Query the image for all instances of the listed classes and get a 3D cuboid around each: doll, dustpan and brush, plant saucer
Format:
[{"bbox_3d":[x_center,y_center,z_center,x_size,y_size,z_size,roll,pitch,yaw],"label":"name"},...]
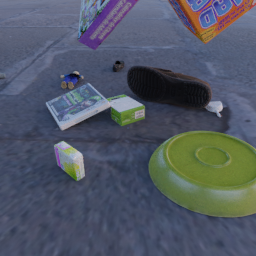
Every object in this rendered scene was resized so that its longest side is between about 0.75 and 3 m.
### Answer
[{"bbox_3d":[-2.130,-1.864,10.553,0.879,0.312,1.288,5,31,6],"label":"doll"},{"bbox_3d":[2.661,-0.568,8.496,0.561,0.230,0.804,-5,24,-1],"label":"dustpan and brush"},{"bbox_3d":[1.788,0.745,6.019,2.677,0.416,2.677,-1,31,0],"label":"plant saucer"}]

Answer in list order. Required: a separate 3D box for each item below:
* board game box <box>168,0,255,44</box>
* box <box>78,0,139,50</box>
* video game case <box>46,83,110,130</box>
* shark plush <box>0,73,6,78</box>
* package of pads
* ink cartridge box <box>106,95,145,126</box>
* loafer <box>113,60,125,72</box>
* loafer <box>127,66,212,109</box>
[{"bbox_3d":[2.158,-3.909,7.819,1.834,1.836,1.835,-37,36,14],"label":"board game box"},{"bbox_3d":[-0.418,-3.233,6.275,0.498,1.743,2.547,21,52,-32],"label":"box"},{"bbox_3d":[-1.528,-0.698,8.306,1.523,0.196,1.675,-28,37,-14],"label":"video game case"},{"bbox_3d":[-5.990,-1.753,10.339,2.633,1.196,1.097,-1,44,-44],"label":"shark plush"},{"bbox_3d":[-1.241,0.674,5.944,0.265,0.601,0.778,-27,40,-37],"label":"package of pads"},{"bbox_3d":[-0.146,-0.563,8.238,0.825,0.423,1.116,-18,33,-28],"label":"ink cartridge box"},{"bbox_3d":[-0.387,-2.713,11.948,0.348,0.360,1.025,9,32,15],"label":"loafer"},{"bbox_3d":[1.333,-1.345,9.153,2.933,1.071,1.041,22,27,22],"label":"loafer"}]
